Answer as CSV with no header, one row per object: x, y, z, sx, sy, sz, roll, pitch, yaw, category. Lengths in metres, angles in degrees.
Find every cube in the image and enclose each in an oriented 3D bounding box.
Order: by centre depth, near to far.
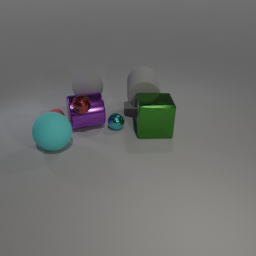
1.063,-0.521,11.298,1.400,1.400,1.400,0,29,-3,cube

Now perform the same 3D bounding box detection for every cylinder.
-1.770,-0.721,11.683,1.400,1.400,1.400,-9,30,-16,cylinder
0.666,-1.759,12.279,1.400,1.400,1.400,0,39,0,cylinder

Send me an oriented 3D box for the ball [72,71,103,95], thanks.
-1.819,-1.883,12.655,1.400,1.400,1.400,0,29,0,ball

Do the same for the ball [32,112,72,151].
-2.748,0.120,10.158,1.400,1.400,1.400,0,29,0,ball

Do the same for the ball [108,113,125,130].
-0.492,-0.275,11.634,0.700,0.700,0.700,0,29,0,ball

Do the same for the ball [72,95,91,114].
-1.752,-0.889,10.571,0.700,0.700,0.700,0,29,0,ball

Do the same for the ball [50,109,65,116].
-3.064,-0.473,11.981,0.700,0.700,0.700,0,29,0,ball
